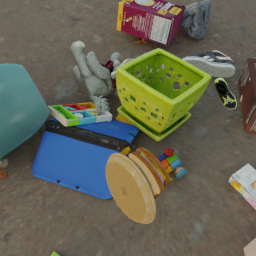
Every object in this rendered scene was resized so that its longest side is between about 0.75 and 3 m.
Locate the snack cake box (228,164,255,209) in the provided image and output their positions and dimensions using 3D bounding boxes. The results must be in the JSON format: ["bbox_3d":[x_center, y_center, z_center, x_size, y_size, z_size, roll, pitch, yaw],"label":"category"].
[{"bbox_3d":[3.896,1.847,8.626,0.770,0.450,1.339,-27,57,-22],"label":"snack cake box"}]

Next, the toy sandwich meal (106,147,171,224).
[{"bbox_3d":[0.186,1.294,6.546,0.675,1.972,1.972,-23,55,-31],"label":"toy sandwich meal"}]

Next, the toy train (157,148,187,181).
[{"bbox_3d":[0.997,1.443,8.866,1.661,0.703,0.961,-32,72,-22],"label":"toy train"}]

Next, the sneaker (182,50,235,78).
[{"bbox_3d":[3.341,-2.765,11.930,2.330,0.914,0.925,9,57,-7],"label":"sneaker"}]

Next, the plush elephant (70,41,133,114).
[{"bbox_3d":[-0.729,-2.044,10.604,2.083,2.216,2.690,-25,70,-15],"label":"plush elephant"}]

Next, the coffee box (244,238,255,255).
[{"bbox_3d":[4.624,3.601,6.804,2.921,1.166,1.651,0,52,0],"label":"coffee box"}]

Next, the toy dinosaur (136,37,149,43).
[{"bbox_3d":[0.723,-4.286,13.445,0.849,0.434,0.576,-16,68,-39],"label":"toy dinosaur"}]

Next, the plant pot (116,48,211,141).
[{"bbox_3d":[1.053,-1.061,9.660,2.344,2.127,2.333,37,51,24],"label":"plant pot"}]

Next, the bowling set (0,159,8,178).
[{"bbox_3d":[-4.204,1.337,8.899,0.980,0.756,1.409,37,83,2],"label":"bowling set"}]

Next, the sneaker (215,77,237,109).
[{"bbox_3d":[2.941,-1.006,8.582,0.416,1.159,0.480,-24,17,36],"label":"sneaker"}]

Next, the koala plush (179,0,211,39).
[{"bbox_3d":[2.825,-5.232,13.612,1.875,1.723,1.663,17,35,34],"label":"koala plush"}]

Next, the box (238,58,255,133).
[{"bbox_3d":[4.873,-1.236,10.459,1.016,1.357,2.711,5,51,4],"label":"box"}]

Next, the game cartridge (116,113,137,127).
[{"bbox_3d":[0.175,-0.453,10.611,1.029,0.167,0.907,21,55,12],"label":"game cartridge"}]

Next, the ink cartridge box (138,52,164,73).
[{"bbox_3d":[0.928,-2.712,12.154,1.092,0.460,0.789,35,60,24],"label":"ink cartridge box"}]

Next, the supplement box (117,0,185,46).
[{"bbox_3d":[1.013,-5.024,12.852,2.600,1.342,1.702,23,46,13],"label":"supplement box"}]

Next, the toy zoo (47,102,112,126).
[{"bbox_3d":[-1.569,-0.544,10.005,2.174,0.222,1.426,-10,29,-39],"label":"toy zoo"}]

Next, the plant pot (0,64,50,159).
[{"bbox_3d":[-3.950,-0.708,8.956,2.287,2.850,2.850,-31,58,-16],"label":"plant pot"}]

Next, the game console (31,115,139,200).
[{"bbox_3d":[-1.367,0.735,9.603,2.926,1.731,2.497,16,23,11],"label":"game console"}]

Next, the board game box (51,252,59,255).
[{"bbox_3d":[-1.497,3.997,7.102,1.692,0.254,0.808,26,57,22],"label":"board game box"}]
